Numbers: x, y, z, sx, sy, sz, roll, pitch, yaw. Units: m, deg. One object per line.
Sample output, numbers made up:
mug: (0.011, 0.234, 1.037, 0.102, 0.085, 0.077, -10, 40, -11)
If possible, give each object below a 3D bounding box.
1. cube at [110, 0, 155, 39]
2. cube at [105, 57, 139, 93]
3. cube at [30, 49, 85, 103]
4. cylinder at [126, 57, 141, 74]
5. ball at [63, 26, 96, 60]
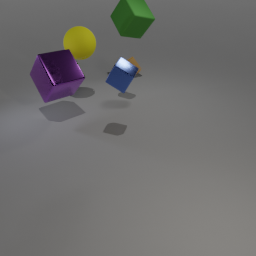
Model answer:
cube: (0.221, -5.563, 14.107, 1.400, 1.400, 1.400, -9, 66, -40)
cube: (-0.183, -1.679, 8.911, 0.700, 0.700, 0.700, 31, 38, -5)
cube: (-2.810, -2.056, 11.077, 1.400, 1.400, 1.400, -24, 81, -38)
cylinder: (0.145, -2.787, 12.876, 0.700, 0.700, 0.700, -35, 17, 12)
ball: (-2.093, -3.686, 12.182, 1.400, 1.400, 1.400, 0, 29, 0)
